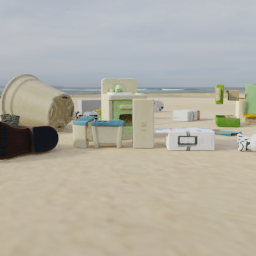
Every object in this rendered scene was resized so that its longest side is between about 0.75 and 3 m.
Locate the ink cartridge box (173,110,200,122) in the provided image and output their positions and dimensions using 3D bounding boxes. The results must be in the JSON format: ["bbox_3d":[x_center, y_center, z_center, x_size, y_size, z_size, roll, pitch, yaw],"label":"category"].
[{"bbox_3d":[3.026,-0.657,14.517,0.900,0.522,1.248,7,11,42],"label":"ink cartridge box"}]

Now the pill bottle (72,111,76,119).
[{"bbox_3d":[-3.163,-0.641,14.553,0.897,0.488,0.488,-7,11,-40],"label":"pill bottle"}]

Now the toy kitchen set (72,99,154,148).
[{"bbox_3d":[-0.428,-0.229,8.464,2.302,1.356,1.844,0,8,0],"label":"toy kitchen set"}]

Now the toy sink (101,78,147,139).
[{"bbox_3d":[-0.143,-0.671,9.335,1.297,1.990,1.115,-2,8,-17],"label":"toy sink"}]

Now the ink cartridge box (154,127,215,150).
[{"bbox_3d":[1.520,0.288,7.770,1.532,0.520,0.889,0,8,1],"label":"ink cartridge box"}]

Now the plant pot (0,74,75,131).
[{"bbox_3d":[-3.358,-0.825,10.990,2.067,2.258,2.258,17,15,25],"label":"plant pot"}]

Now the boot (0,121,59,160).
[{"bbox_3d":[-3.126,0.308,6.898,2.522,0.942,1.222,6,-8,-43],"label":"boot"}]

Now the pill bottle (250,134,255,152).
[{"bbox_3d":[3.518,0.413,6.653,0.586,0.586,1.044,-8,11,-44],"label":"pill bottle"}]

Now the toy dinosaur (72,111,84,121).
[{"bbox_3d":[-2.454,-0.493,13.683,0.843,0.572,0.431,2,-33,18],"label":"toy dinosaur"}]

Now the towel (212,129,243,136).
[{"bbox_3d":[3.475,0.152,10.232,0.795,0.118,1.084,-5,9,-38],"label":"towel"}]

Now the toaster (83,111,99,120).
[{"bbox_3d":[-1.806,-0.564,14.060,0.852,0.484,0.551,-5,13,-26],"label":"toaster"}]

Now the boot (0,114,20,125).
[{"bbox_3d":[-4.301,-0.096,9.549,1.209,0.790,0.410,-2,8,-16],"label":"boot"}]

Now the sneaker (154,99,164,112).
[{"bbox_3d":[1.248,-1.620,19.846,2.326,0.928,1.514,-13,20,-17],"label":"sneaker"}]

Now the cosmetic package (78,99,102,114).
[{"bbox_3d":[-2.355,-1.430,18.552,1.789,0.956,0.807,-2,9,-25],"label":"cosmetic package"}]

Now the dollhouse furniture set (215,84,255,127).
[{"bbox_3d":[5.340,-1.023,12.267,2.849,1.866,1.430,1,7,11],"label":"dollhouse furniture set"}]

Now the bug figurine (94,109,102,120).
[{"bbox_3d":[-0.272,-0.790,14.678,2.309,0.766,2.977,-1,9,40],"label":"bug figurine"}]

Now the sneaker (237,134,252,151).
[{"bbox_3d":[3.290,0.397,7.581,0.603,0.370,0.926,4,9,17],"label":"sneaker"}]

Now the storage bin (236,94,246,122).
[{"bbox_3d":[7.161,-1.087,14.673,2.836,1.339,2.857,2,8,18],"label":"storage bin"}]
